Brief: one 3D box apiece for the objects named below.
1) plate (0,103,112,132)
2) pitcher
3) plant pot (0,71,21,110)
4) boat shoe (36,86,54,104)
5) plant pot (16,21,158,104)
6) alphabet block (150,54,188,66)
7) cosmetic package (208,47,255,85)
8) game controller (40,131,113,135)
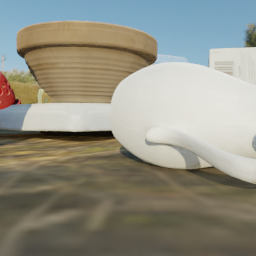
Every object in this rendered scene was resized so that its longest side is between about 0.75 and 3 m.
[{"bbox_3d":[-0.841,-0.207,5.141,2.685,0.434,2.679,3,3,38],"label":"plate"},{"bbox_3d":[0.452,-0.022,1.803,1.248,0.757,1.071,8,19,28],"label":"pitcher"},{"bbox_3d":[-4.728,-0.981,9.820,1.589,1.447,1.589,-20,30,12],"label":"plant pot"},{"bbox_3d":[-2.864,-0.725,10.307,0.865,0.919,2.413,-45,-6,-28],"label":"boat shoe"},{"bbox_3d":[-0.697,-0.983,5.053,2.461,1.136,2.461,1,3,0],"label":"plant pot"},{"bbox_3d":[0.338,-0.873,7.326,1.788,1.798,1.831,0,2,-26],"label":"alphabet block"},{"bbox_3d":[3.877,-1.450,10.210,1.940,1.952,2.333,1,-21,13],"label":"cosmetic package"},{"bbox_3d":[-0.715,-0.082,5.324,1.980,0.417,1.033,1,3,7],"label":"game controller"}]
